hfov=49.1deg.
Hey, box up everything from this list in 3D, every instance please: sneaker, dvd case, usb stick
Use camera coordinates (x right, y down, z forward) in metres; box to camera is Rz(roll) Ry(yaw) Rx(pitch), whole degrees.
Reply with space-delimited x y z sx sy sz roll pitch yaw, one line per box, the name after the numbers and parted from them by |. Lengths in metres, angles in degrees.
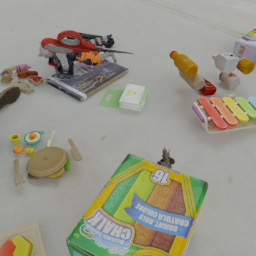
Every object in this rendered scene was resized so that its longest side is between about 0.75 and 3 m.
-4.478 -0.999 9.691 0.627 0.585 1.661 15 43 21 | sneaker
-1.591 -2.104 11.209 2.015 0.216 2.711 29 49 28 | dvd case
-1.814 -4.274 13.541 2.376 0.387 0.659 15 50 16 | usb stick

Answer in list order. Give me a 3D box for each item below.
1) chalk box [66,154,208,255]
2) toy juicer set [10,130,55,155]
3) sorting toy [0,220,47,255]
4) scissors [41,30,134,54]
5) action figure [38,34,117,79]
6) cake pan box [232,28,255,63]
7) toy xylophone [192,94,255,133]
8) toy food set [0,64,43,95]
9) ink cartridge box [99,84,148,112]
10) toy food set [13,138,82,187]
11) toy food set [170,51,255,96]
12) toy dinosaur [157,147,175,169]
0.105 2.213 5.153 1.779 1.770 2.859 18 44 20 | chalk box
-2.794 0.387 8.287 1.321 0.360 0.841 -12 43 -13 | toy juicer set
-2.531 2.936 5.384 1.980 0.390 2.139 -18 44 -19 | sorting toy
-1.063 -2.280 8.086 1.091 0.208 2.981 -16 -7 36 | scissors
-2.136 -3.160 11.230 2.841 1.536 2.937 -3 37 -19 | action figure
6.590 -3.564 12.483 2.865 0.749 2.638 33 53 31 | cake pan box
3.280 -0.618 9.196 2.607 0.655 1.909 -14 43 -16 | toy xylophone
-4.229 -2.081 11.083 2.176 0.343 1.383 23 46 24 | toy food set
-0.149 -1.146 10.033 1.572 0.377 1.144 11 43 10 | ink cartridge box
-2.194 0.987 7.694 1.779 0.357 1.228 -21 38 -14 | toy food set
3.006 -2.175 10.371 2.991 1.428 1.346 -11 43 -19 | toy food set
0.819 1.204 7.069 0.555 0.738 1.442 25 89 17 | toy dinosaur
